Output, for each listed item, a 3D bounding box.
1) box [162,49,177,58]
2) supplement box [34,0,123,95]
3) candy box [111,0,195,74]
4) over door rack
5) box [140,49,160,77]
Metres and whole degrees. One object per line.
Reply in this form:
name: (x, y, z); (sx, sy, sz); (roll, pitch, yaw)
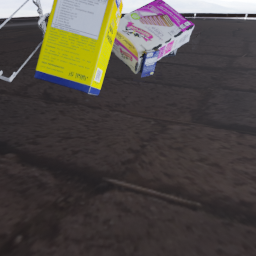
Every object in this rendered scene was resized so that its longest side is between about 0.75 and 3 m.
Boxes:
box: (1.268, -2.894, 9.449); (0.551, 0.902, 0.478); (-1, 49, 30)
supplement box: (-1.056, -2.047, 6.443); (1.268, 2.330, 1.276); (17, 6, 2)
candy box: (0.598, -2.780, 8.256); (2.269, 0.692, 1.547); (-36, 70, -22)
over door rack: (-2.754, -2.508, 7.798); (0.788, 1.748, 2.366); (29, 60, 14)
box: (0.574, -1.760, 7.613); (0.461, 0.761, 0.123); (-20, 51, -32)
